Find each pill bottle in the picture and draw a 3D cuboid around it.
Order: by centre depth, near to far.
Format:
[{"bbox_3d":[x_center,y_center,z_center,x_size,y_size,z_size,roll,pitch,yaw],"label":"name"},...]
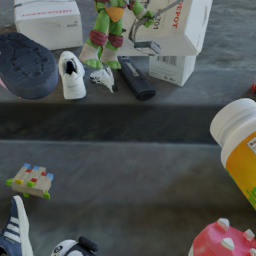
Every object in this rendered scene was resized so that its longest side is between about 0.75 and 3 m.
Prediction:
[{"bbox_3d":[2.771,0.727,5.270,1.543,1.543,2.779,-14,47,-14],"label":"pill bottle"}]

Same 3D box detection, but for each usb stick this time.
[{"bbox_3d":[0.124,-1.571,8.361,0.615,0.362,2.218,-16,48,-15],"label":"usb stick"}]

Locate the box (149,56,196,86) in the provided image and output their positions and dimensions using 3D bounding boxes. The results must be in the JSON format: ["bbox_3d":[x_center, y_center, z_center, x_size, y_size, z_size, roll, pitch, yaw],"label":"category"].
[{"bbox_3d":[1.340,-2.080,8.312,1.137,1.143,0.979,23,53,22],"label":"box"}]

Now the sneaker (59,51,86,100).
[{"bbox_3d":[-1.630,-1.725,8.137,0.779,0.910,2.090,-13,46,-11],"label":"sneaker"}]

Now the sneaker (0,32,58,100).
[{"bbox_3d":[-1.459,-0.737,4.005,0.734,0.858,2.091,-22,39,-21],"label":"sneaker"}]

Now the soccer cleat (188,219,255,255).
[{"bbox_3d":[2.287,2.418,4.194,2.913,1.114,0.971,26,27,2],"label":"soccer cleat"}]

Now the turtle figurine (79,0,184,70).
[{"bbox_3d":[0.003,-1.907,4.956,1.958,1.898,1.409,19,25,-6],"label":"turtle figurine"}]

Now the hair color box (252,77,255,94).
[{"bbox_3d":[4.276,-1.236,7.801,1.368,0.694,0.419,10,46,10],"label":"hair color box"}]

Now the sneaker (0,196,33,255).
[{"bbox_3d":[-2.050,1.853,4.878,0.607,0.538,1.436,-12,47,-18],"label":"sneaker"}]

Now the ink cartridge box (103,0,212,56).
[{"bbox_3d":[0.575,-2.585,6.383,2.269,0.975,1.662,9,81,34],"label":"ink cartridge box"}]

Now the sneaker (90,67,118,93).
[{"bbox_3d":[-0.724,-1.322,8.142,0.701,0.460,1.218,-16,39,-3],"label":"sneaker"}]

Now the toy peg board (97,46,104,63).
[{"bbox_3d":[-0.726,-2.699,9.366,1.038,0.510,1.042,-15,48,-14],"label":"toy peg board"}]

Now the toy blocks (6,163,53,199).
[{"bbox_3d":[-1.926,1.055,5.795,0.911,0.455,0.623,12,36,7],"label":"toy blocks"}]

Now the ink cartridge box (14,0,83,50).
[{"bbox_3d":[-2.916,-4.058,10.192,2.083,1.213,2.881,-11,47,-11],"label":"ink cartridge box"}]

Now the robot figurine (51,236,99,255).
[{"bbox_3d":[-0.807,2.215,4.485,0.943,0.588,0.709,26,37,22],"label":"robot figurine"}]
